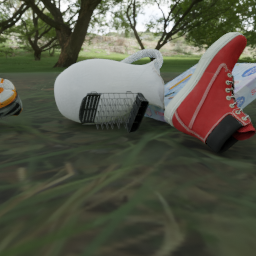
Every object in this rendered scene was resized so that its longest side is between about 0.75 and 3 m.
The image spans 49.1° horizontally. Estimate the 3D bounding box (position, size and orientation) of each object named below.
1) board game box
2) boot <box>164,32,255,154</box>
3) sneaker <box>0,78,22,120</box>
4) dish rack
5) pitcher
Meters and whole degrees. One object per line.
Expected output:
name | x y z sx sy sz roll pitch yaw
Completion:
board game box | 2.180 -1.031 8.078 2.771 0.570 2.765 -34 27 -21
boot | 2.031 -0.699 5.506 1.699 2.356 0.853 36 1 40
sneaker | -4.106 -0.450 7.350 2.725 1.067 1.053 -9 -26 3
dish rack | -0.339 -0.333 5.932 1.356 1.040 0.370 -2 49 -20
pitcher | -0.390 -1.276 7.733 2.836 1.719 2.433 -6 43 11
